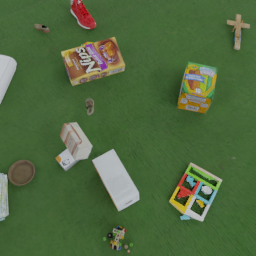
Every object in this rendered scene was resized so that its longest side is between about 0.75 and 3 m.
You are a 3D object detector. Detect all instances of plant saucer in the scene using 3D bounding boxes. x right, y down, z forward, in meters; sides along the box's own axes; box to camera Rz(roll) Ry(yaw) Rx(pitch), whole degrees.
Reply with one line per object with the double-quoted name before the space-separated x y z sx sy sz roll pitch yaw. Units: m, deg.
"plant saucer" -3.983 1.685 10.526 0.997 0.147 0.997 0 64 -1

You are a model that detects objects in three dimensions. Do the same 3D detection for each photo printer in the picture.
"photo printer" -6.189 -2.009 11.948 2.107 0.879 2.532 9 64 4

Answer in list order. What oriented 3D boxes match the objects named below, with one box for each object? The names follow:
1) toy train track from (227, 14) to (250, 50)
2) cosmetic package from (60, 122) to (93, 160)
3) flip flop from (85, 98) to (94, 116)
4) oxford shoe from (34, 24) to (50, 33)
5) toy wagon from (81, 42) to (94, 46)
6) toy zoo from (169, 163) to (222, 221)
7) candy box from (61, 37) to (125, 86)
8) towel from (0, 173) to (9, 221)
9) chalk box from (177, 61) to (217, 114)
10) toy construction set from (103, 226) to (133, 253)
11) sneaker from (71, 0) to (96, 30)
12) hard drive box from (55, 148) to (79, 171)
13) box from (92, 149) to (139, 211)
"toy train track" 5.285 -4.613 13.602 1.151 0.327 2.007 11 69 -2
"cosmetic package" -1.814 0.447 9.706 0.542 0.642 1.242 -8 46 -41
"flip flop" -1.574 -0.885 11.244 0.392 0.278 0.966 -31 42 20
"oxford shoe" -4.243 -4.981 13.747 0.852 0.319 0.300 21 65 10
"toy wagon" -1.814 -3.509 13.063 0.911 0.232 1.174 7 64 4
"toy zoo" 2.393 2.404 10.129 1.323 0.206 2.016 30 67 14
"candy box" -1.516 -2.925 12.340 2.466 0.696 1.439 -19 81 -7
"towel" -5.251 2.571 9.925 1.956 0.471 1.674 -11 61 -5
"chalk box" 2.892 -1.845 11.660 1.268 1.259 2.032 12 64 5
"toy construction set" -0.252 3.682 9.208 0.944 0.725 0.787 41 71 18
"sneaker" -2.283 -5.720 13.683 0.738 1.088 1.884 -39 70 -17
"hard drive box" -2.274 1.154 10.704 0.778 0.299 0.606 -41 71 -18
"box" -0.418 1.843 9.868 0.877 1.119 1.800 -28 65 -10
